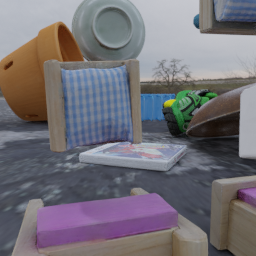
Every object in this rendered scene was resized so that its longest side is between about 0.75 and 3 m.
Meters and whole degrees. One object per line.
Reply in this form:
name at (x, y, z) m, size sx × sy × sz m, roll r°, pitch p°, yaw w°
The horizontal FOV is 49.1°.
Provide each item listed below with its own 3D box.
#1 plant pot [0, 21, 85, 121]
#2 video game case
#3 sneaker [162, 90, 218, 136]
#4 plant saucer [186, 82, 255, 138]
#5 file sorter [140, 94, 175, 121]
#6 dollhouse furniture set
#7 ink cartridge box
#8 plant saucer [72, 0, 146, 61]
plant pot at (-2.486, -1.488, 8.678) m, size 2.090 × 2.986 × 2.986 m, roll -15°, pitch 6°, yaw 7°
video game case at (0.117, 0.347, 3.872) m, size 1.190 × 0.137 × 1.084 m, roll 3°, pitch 8°, yaw 23°
sneaker at (1.604, -0.416, 6.354) m, size 1.033 × 0.946 × 2.425 m, roll -15°, pitch 8°, yaw 24°
plant saucer at (2.244, -0.309, 4.460) m, size 2.685 × 0.431 × 2.685 m, roll -7°, pitch -10°, yaw -1°
file sorter at (1.003, -0.653, 9.084) m, size 1.231 × 0.855 × 0.756 m, roll -1°, pitch 10°, yaw -7°
dollhouse furniture set at (0.886, -0.481, 0.781) m, size 2.410 × 2.553 × 1.666 m, roll -2°, pitch 7°, yaw -18°
ink cartridge box at (2.140, -0.017, 2.525) m, size 1.791 × 0.752 × 1.303 m, roll 5°, pitch -7°, yaw -6°
plant saucer at (-0.589, -3.479, 9.879) m, size 2.724 × 2.724 × 0.684 m, roll -2°, pitch 4°, yaw -15°
